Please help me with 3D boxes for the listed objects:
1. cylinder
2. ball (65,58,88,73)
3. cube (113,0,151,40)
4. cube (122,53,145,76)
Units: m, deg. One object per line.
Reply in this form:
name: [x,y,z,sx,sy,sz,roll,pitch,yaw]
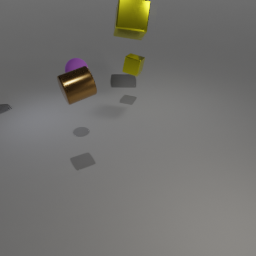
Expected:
cylinder: [-1.167,-0.976,6.411,0.700,0.700,0.700,-24,37,-15]
ball: [-1.543,-1.744,8.410,0.700,0.700,0.700,0,31,0]
cube: [0.143,-4.981,12.825,1.400,1.400,1.400,6,2,-8]
cube: [0.245,-2.713,11.992,0.700,0.700,0.700,19,31,11]
